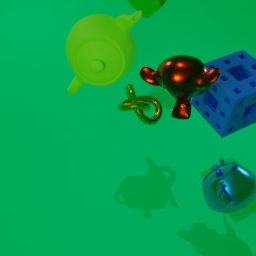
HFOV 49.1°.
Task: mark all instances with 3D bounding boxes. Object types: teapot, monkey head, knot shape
[{"bbox_3d":[-0.451,-1.323,4.904,1.261,2.027,0.993,35,31,-22],"label":"teapot"},{"bbox_3d":[0.768,-0.604,4.093,1.212,0.730,0.872,9,82,33],"label":"monkey head"},{"bbox_3d":[1.810,1.001,5.167,1.006,1.617,0.792,-35,90,25],"label":"teapot"},{"bbox_3d":[0.210,-0.564,6.190,1.077,0.498,1.008,12,32,-39],"label":"knot shape"}]

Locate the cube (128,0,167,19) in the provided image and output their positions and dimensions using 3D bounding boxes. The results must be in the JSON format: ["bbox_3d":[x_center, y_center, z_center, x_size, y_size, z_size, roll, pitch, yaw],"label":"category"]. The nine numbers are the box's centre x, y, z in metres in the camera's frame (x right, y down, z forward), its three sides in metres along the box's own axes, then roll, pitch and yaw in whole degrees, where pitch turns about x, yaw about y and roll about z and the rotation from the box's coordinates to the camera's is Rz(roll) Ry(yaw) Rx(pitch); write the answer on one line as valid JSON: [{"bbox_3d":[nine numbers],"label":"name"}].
[{"bbox_3d":[0.555,-3.378,7.022,0.753,0.753,0.753,41,64,-20],"label":"cube"}]

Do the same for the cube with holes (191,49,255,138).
[{"bbox_3d":[2.105,-0.697,5.644,1.082,1.082,1.082,-22,53,-15],"label":"cube with holes"}]
